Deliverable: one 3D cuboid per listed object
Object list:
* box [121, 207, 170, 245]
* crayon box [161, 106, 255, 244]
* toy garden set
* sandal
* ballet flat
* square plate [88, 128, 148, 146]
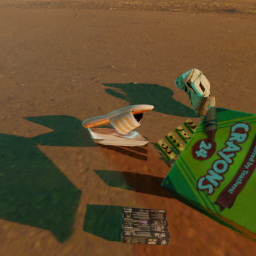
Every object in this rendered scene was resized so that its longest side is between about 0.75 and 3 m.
[{"bbox_3d":[0.304,1.774,5.103,0.844,0.184,0.676,4,31,-3],"label":"box"},{"bbox_3d":[1.970,0.720,3.957,2.690,0.683,1.708,19,69,49],"label":"crayon box"},{"bbox_3d":[1.438,0.416,6.810,1.200,0.240,1.001,-35,78,-24],"label":"toy garden set"},{"bbox_3d":[-0.248,-0.122,7.631,2.207,0.632,0.846,-15,-6,30],"label":"sandal"},{"bbox_3d":[2.301,-1.396,9.402,0.885,0.982,2.608,2,34,-12],"label":"ballet flat"},{"bbox_3d":[-0.316,0.232,7.256,1.373,0.195,1.360,4,9,-14],"label":"square plate"}]
